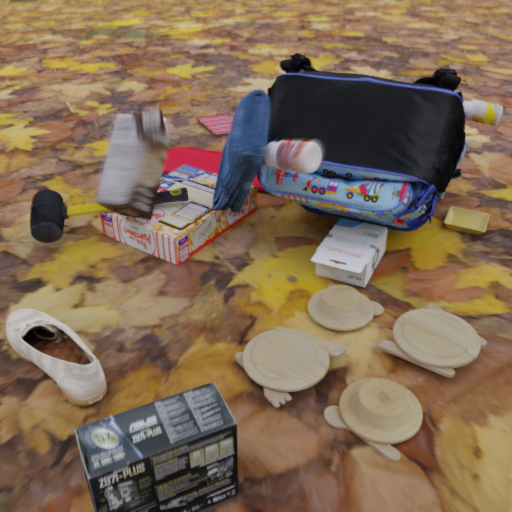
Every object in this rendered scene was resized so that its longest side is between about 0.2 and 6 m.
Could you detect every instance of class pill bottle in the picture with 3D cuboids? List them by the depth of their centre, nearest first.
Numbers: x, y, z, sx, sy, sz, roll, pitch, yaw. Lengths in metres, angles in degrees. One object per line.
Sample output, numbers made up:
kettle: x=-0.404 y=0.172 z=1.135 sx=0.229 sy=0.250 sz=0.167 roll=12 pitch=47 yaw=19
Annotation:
pill bottle: x=0.617 y=-1.738 z=9.737 sx=0.945 sy=0.518 sz=0.518 roll=14 pitch=34 yaw=41
pill bottle: x=4.496 y=-2.877 z=11.211 sx=0.732 sy=0.400 sz=0.400 roll=17 pitch=37 yaw=14

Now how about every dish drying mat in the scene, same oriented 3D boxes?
dish drying mat: x=-0.727 y=-2.258 z=14.507 sx=3.952 sy=0.360 sz=1.518 roll=12 pitch=36 yaw=17

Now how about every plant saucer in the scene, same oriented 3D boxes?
plant saucer: x=4.640 y=-0.741 z=12.361 sx=0.864 sy=0.209 sz=0.864 roll=15 pitch=36 yaw=22

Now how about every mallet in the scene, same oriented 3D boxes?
mallet: x=-3.032 y=-0.914 z=11.533 sx=3.260 sy=0.671 sz=1.074 roll=-4 pitch=51 yaw=-1

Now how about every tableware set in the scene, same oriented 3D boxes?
tableware set: x=1.651 y=1.503 z=8.811 sx=2.951 sy=0.410 sz=3.533 roll=25 pitch=42 yaw=32

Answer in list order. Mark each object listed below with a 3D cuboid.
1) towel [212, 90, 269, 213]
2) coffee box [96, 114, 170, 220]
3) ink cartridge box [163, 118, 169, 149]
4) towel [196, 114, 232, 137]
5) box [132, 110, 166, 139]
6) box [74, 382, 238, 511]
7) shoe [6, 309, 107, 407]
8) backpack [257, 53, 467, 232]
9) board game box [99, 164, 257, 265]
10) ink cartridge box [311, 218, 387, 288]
towel: x=-0.323 y=-1.925 z=10.762 sx=0.633 sy=2.608 sz=1.456 roll=9 pitch=68 yaw=-9
coffee box: x=-2.379 y=-1.716 z=10.956 sx=0.717 sy=1.798 sz=1.028 roll=9 pitch=-7 yaw=19
ink cartridge box: x=-3.118 y=-3.376 z=15.738 sx=1.197 sy=0.867 sz=0.503 roll=-17 pitch=37 yaw=-24
towel: x=-1.118 y=-4.068 z=17.434 sx=1.058 sy=0.165 sz=1.463 roll=-15 pitch=38 yaw=-24
box: x=-1.856 y=-2.283 z=9.734 sx=0.434 sy=0.430 sz=0.523 roll=-16 pitch=16 yaw=-18
box: x=-1.105 y=2.421 z=6.524 sx=1.672 sy=1.369 sz=0.720 roll=-15 pitch=37 yaw=-21
shoe: x=-3.156 y=1.369 z=8.741 sx=2.523 sy=0.673 sz=0.882 roll=28 pitch=42 yaw=35
backpack: x=2.441 y=-2.129 z=12.009 sx=3.901 sy=2.874 sz=4.273 roll=15 pitch=2 yaw=24
board game box: x=-1.641 y=-1.027 z=12.371 sx=2.147 sy=0.656 sz=2.834 roll=21 pitch=39 yaw=28
ink cartridge box: x=1.802 y=-0.008 z=10.890 sx=1.024 sy=0.590 sz=1.768 roll=15 pitch=36 yaw=22
